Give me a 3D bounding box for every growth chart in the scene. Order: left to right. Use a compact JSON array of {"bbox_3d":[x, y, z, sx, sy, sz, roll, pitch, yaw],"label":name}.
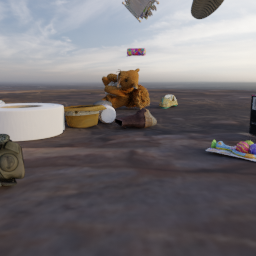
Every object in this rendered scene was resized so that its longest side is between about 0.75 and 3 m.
[{"bbox_3d":[0.312,-3.175,7.188,0.105,0.858,1.186,-46,11,-19],"label":"growth chart"}]

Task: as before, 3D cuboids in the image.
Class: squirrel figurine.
[{"bbox_3d":[0.035,-1.990,14.071,2.488,1.761,2.322,24,-35,-24],"label":"squirrel figurine"}]

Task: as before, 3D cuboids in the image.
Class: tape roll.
[{"bbox_3d":[-2.953,-0.232,7.849,2.252,0.788,2.252,0,9,0],"label":"tape roll"}]

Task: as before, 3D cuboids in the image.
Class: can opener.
[{"bbox_3d":[-1.648,-0.664,10.538,2.159,0.722,0.576,-4,10,-22],"label":"can opener"}]

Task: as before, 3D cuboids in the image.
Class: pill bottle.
[{"bbox_3d":[-0.784,-0.511,9.962,0.623,0.623,1.076,-2,9,-14],"label":"pill bottle"}]

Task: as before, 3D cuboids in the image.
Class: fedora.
[{"bbox_3d":[-1.489,-0.382,9.078,1.640,0.669,1.640,-4,9,1],"label":"fedora"}]

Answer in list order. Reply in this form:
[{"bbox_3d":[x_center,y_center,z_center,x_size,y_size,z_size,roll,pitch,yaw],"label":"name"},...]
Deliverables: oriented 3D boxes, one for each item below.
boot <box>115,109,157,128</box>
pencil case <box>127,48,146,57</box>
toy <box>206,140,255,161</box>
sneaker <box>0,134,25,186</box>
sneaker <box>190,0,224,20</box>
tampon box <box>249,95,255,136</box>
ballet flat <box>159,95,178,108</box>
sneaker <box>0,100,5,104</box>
[{"bbox_3d":[0.142,-0.333,9.183,1.205,0.524,1.449,-2,13,-18],"label":"boot"},{"bbox_3d":[0.384,-3.562,13.191,0.919,0.406,0.406,2,10,19],"label":"pencil case"},{"bbox_3d":[2.293,0.403,5.594,1.265,0.299,0.728,7,13,37],"label":"toy"},{"bbox_3d":[-2.159,0.483,3.561,1.226,0.818,2.140,-5,3,9],"label":"sneaker"},{"bbox_3d":[1.871,-3.164,6.116,0.607,1.623,0.862,26,22,-11],"label":"sneaker"},{"bbox_3d":[4.346,-0.307,7.353,1.739,1.098,1.303,-3,10,-19],"label":"tampon box"},{"bbox_3d":[2.308,-1.518,15.587,0.751,0.751,2.123,5,11,26],"label":"ballet flat"},{"bbox_3d":[-5.932,-0.750,10.848,2.275,0.883,1.038,1,13,14],"label":"sneaker"}]
